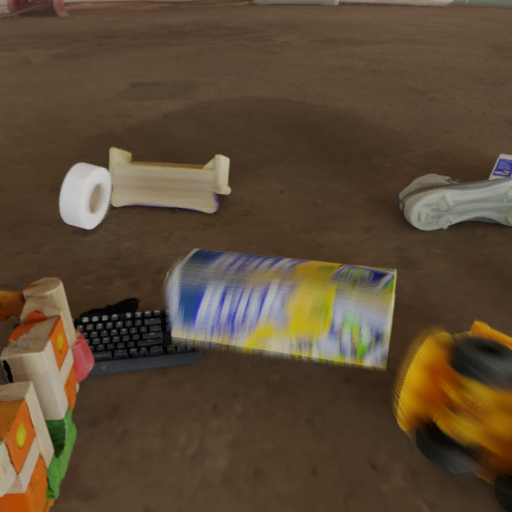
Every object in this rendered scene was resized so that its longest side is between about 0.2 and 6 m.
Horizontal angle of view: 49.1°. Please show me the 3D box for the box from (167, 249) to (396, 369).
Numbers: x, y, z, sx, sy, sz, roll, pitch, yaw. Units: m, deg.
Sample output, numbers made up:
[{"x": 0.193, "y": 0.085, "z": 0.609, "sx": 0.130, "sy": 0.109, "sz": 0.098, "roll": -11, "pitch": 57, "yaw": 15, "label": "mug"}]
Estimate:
[{"x": 0.290, "y": 0.554, "z": 6.535, "sx": 2.541, "sy": 0.890, "sz": 0.817, "roll": 6, "pitch": 22, "yaw": 14, "label": "box"}]

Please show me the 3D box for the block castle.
[{"x": -2.834, "y": 1.659, "z": 4.967, "sx": 2.225, "sy": 1.562, "sz": 3.330, "roll": -5, "pitch": 28, "yaw": 0, "label": "block castle"}]

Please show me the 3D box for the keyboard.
[{"x": -1.949, "y": 0.986, "z": 7.301, "sx": 2.367, "sy": 0.304, "sz": 1.421, "roll": -4, "pitch": 31, "yaw": -9, "label": "keyboard"}]

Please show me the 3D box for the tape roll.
[{"x": -2.944, "y": -1.037, "z": 9.699, "sx": 0.389, "sy": 1.112, "sz": 1.112, "roll": 15, "pitch": 33, "yaw": 8, "label": "tape roll"}]

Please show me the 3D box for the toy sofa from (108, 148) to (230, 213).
[{"x": -1.708, "y": -1.468, "z": 11.041, "sx": 2.303, "sy": 1.124, "sz": 0.954, "roll": 4, "pitch": 6, "yaw": 7, "label": "toy sofa"}]

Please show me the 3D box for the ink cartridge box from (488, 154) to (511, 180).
[{"x": 5.461, "y": -1.711, "z": 11.868, "sx": 0.850, "sy": 0.333, "sz": 1.794, "roll": 14, "pitch": 36, "yaw": 24, "label": "ink cartridge box"}]

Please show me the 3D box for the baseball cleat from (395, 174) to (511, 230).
[{"x": 3.979, "y": -1.152, "z": 10.268, "sx": 2.797, "sy": 0.975, "sz": 1.488, "roll": -3, "pitch": 31, "yaw": -7, "label": "baseball cleat"}]

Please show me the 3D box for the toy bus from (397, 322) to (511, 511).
[{"x": 2.696, "y": 1.516, "z": 5.651, "sx": 1.892, "sy": 1.284, "sz": 1.817, "roll": 30, "pitch": 26, "yaw": 37, "label": "toy bus"}]
